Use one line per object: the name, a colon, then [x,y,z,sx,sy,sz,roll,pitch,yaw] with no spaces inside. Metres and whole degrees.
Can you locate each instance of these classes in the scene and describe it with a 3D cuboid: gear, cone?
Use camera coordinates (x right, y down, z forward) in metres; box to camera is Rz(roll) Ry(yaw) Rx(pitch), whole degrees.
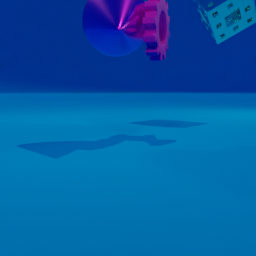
gear: [0.535,-1.814,5.103,0.210,1.135,1.135,4,9,20]
cone: [-0.173,-1.653,4.532,1.219,1.219,1.223,-1,25,-4]

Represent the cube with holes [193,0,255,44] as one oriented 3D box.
cube with holes: [2.809,-3.588,8.235,1.268,1.268,1.268,-28,-39,16]
